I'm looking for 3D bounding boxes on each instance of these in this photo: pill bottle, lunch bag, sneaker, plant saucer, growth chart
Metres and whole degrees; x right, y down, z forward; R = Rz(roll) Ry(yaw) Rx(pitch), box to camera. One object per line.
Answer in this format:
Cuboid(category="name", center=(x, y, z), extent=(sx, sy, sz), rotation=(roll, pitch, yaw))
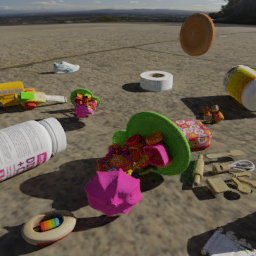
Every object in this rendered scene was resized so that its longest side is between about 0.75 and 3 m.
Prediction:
Cuboid(category="pill bottle", center=(5.842, -1.857, 13.340), extent=(1.605, 1.605, 2.938), rotation=(-3, 28, -6))
Cuboid(category="lunch bag", center=(2.192, 0.215, 10.294), extent=(1.352, 0.629, 1.535), rotation=(-5, 27, -9))
Cuboid(category="pill bottle", center=(-3.297, 0.600, 8.632), extent=(2.527, 1.433, 1.433), rotation=(-24, 35, -39))
Cuboid(category="sneaker", center=(-4.134, -4.123, 18.868), extent=(1.752, 0.708, 0.670), rotation=(-11, 27, -23))
Cuboid(category="plant saucer", center=(2.656, -3.659, 11.040), extent=(0.262, 1.621, 1.621), rotation=(-14, 29, -39))
Cuboid(category="growth chart", center=(2.316, 2.722, 5.865), extent=(1.064, 0.130, 1.470), rotation=(-20, 33, -35))

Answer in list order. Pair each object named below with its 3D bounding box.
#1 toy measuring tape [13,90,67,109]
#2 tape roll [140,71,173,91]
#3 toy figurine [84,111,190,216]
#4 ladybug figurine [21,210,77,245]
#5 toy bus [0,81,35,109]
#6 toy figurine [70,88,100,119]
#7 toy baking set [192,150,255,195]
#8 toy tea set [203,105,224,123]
Cuboid(category="toy measuring tape", center=(-4.219, -1.330, 13.408), extent=(2.478, 0.912, 0.912), rotation=(1, 21, -37))
Cuboid(category="tape roll", center=(1.636, -2.732, 16.139), extent=(1.878, 0.657, 1.878), rotation=(0, 26, 0))
Cuboid(category="toy figurine", center=(-0.198, 1.124, 7.542), extent=(2.870, 2.154, 2.641), rotation=(-4, 26, 46))
Cuboid(category="ladybug figurine", center=(-1.760, 2.290, 6.369), extent=(1.230, 0.442, 0.835), rotation=(-9, 28, -18))
Cuboid(category="toy bus", center=(-5.811, -1.588, 13.436), extent=(2.633, 1.031, 0.857), rotation=(-13, 29, -24))
Cuboid(category="toy figurine", center=(-1.906, -0.922, 12.570), extent=(1.440, 1.081, 1.325), rotation=(17, 35, -22))
Cuboid(category="toy baking set", center=(2.945, 1.323, 8.550), extent=(1.893, 0.287, 2.467), rotation=(9, 28, 11))
Cuboid(category="toy tea set", center=(3.698, -0.556, 12.229), extent=(0.776, 0.483, 1.305), rotation=(-24, 24, 19))
